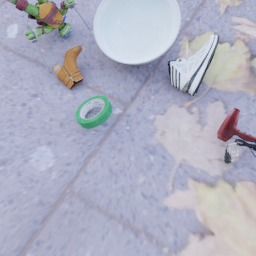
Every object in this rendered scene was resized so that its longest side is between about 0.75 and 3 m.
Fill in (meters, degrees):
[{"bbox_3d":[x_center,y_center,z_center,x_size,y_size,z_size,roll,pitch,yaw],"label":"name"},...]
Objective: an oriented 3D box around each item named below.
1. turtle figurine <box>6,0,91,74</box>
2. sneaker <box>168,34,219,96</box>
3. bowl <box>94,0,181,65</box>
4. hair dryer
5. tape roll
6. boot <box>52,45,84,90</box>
[{"bbox_3d":[-2.649,-3.755,9.019,1.903,2.564,2.644,-27,45,27],"label":"turtle figurine"},{"bbox_3d":[2.000,-2.206,8.929,1.247,0.818,2.167,25,80,12],"label":"sneaker"},{"bbox_3d":[0.355,-3.214,9.297,2.778,1.249,2.778,-2,81,10],"label":"bowl"},{"bbox_3d":[3.040,0.183,7.651,1.150,0.410,1.510,-15,80,18],"label":"hair dryer"},{"bbox_3d":[-0.992,-0.476,8.143,1.094,0.263,1.094,-15,45,16],"label":"tape roll"},{"bbox_3d":[-1.738,-1.960,9.089,1.290,0.475,0.998,-44,76,10],"label":"boot"}]
